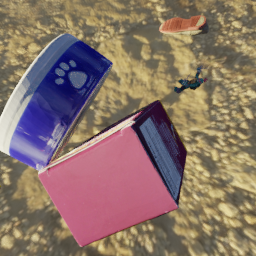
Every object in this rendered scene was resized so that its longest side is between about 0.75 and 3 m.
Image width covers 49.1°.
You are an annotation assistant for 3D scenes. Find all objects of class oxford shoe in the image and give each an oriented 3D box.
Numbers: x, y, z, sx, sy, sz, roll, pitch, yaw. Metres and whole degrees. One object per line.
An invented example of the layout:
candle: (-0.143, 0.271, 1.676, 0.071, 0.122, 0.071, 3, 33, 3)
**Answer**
oxford shoe: (1.302, -2.303, 6.581, 1.203, 0.450, 0.424, 14, 76, 38)

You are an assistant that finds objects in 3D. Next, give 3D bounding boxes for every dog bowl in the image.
dog bowl: (-1.438, -0.481, 5.807, 1.074, 2.726, 2.726, 31, 68, -7)

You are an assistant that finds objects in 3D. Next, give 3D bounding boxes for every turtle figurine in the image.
turtle figurine: (1.349, -0.987, 5.964, 0.586, 0.783, 0.394, -37, 100, -31)

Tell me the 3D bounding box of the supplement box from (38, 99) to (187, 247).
supplement box: (-0.003, 0.617, 5.467, 1.867, 2.852, 1.472, -27, 94, 19)
